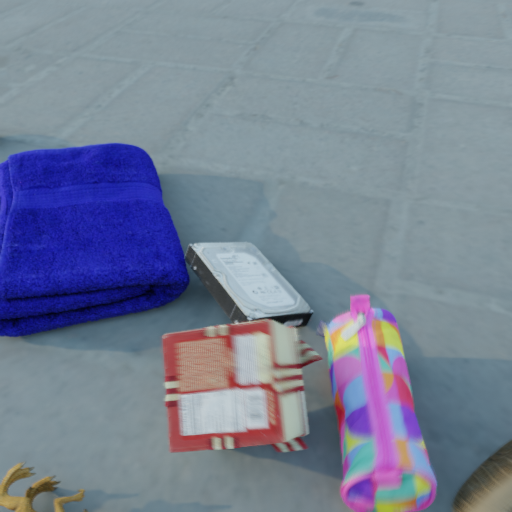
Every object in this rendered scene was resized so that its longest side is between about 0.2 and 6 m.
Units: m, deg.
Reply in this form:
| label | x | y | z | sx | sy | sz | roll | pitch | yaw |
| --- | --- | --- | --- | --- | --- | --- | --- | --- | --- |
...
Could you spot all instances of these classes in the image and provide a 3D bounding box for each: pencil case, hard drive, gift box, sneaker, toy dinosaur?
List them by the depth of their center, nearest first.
| label | x | y | z | sx | sy | sz | roll | pitch | yaw |
| --- | --- | --- | --- | --- | --- | --- | --- | --- | --- |
| toy dinosaur | -2.286 | 2.607 | 5.312 | 2.010 | 0.607 | 1.068 | -8 | 42 | -9 |
| sneaker | 3.549 | 2.045 | 5.555 | 3.334 | 1.174 | 1.259 | -29 | 72 | -15 |
| gift box | -0.063 | 1.406 | 5.865 | 1.456 | 1.360 | 1.344 | -4 | 77 | 13 |
| pencil case | 1.293 | 1.601 | 6.235 | 1.034 | 1.034 | 2.341 | -1 | 41 | -1 |
| hard drive | -0.120 | 0.389 | 7.822 | 1.169 | 0.317 | 1.673 | -1 | 36 | -39 |

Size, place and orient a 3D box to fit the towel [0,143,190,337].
| label | x | y | z | sx | sy | sz | roll | pitch | yaw |
| --- | --- | --- | --- | --- | --- | --- | --- | --- | --- |
| towel | -2.795 | -0.579 | 8.832 | 2.894 | 0.971 | 3.920 | -12 | 41 | -13 |
